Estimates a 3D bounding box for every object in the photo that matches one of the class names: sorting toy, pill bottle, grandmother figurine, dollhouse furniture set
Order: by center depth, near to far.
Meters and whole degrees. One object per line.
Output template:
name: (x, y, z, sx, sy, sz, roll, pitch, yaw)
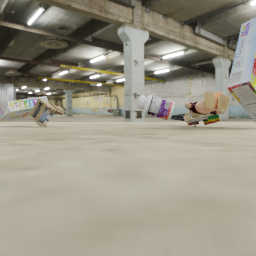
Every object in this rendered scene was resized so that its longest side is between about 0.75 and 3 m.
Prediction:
grandmother figurine: (1.851, -0.508, 6.789, 1.010, 0.504, 1.665, 21, -5, -6)
pill bottle: (0.762, -0.595, 7.769, 0.972, 0.542, 0.542, 17, 3, 4)
dollhouse furniture set: (-2.512, -0.408, 8.954, 0.663, 0.667, 0.946, 36, 6, 30)
sorting toy: (2.321, -0.278, 9.082, 0.931, 0.327, 1.932, -13, 10, 8)

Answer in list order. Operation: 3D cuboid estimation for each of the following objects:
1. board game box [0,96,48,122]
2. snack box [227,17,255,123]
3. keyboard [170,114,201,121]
board game box: (-3.874, -0.642, 9.974, 1.348, 0.343, 2.005, -15, 0, -40)
snack box: (3.668, -1.541, 7.711, 1.821, 2.561, 0.679, 39, -32, -29)
keyboard: (2.398, -0.441, 11.309, 1.124, 0.240, 1.872, -2, 5, -8)
